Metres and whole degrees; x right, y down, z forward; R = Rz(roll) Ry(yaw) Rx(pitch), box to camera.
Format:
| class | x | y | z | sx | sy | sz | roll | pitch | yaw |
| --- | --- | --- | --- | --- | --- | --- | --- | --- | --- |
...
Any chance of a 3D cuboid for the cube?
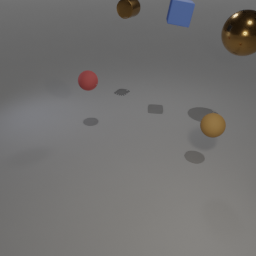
| class | x | y | z | sx | sy | sz | roll | pitch | yaw |
| --- | --- | --- | --- | --- | --- | --- | --- | --- | --- |
| cube | 1.639 | -3.657 | 8.832 | 0.700 | 0.700 | 0.700 | 10 | 32 | -1 |

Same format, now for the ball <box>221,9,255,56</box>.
| class | x | y | z | sx | sy | sz | roll | pitch | yaw |
| --- | --- | --- | --- | --- | --- | --- | --- | --- | --- |
| ball | 3.691 | -2.999 | 8.879 | 1.400 | 1.400 | 1.400 | 0 | 29 | 0 |

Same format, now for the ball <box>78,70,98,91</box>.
| class | x | y | z | sx | sy | sz | roll | pitch | yaw |
| --- | --- | --- | --- | --- | --- | --- | --- | --- | --- |
| ball | -1.401 | -1.659 | 9.813 | 0.700 | 0.700 | 0.700 | 0 | 29 | 0 |

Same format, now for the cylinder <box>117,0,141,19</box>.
| class | x | y | z | sx | sy | sz | roll | pitch | yaw |
| --- | --- | --- | --- | --- | --- | --- | --- | --- | --- |
| cylinder | 0.025 | -4.631 | 10.804 | 0.700 | 0.700 | 0.700 | 15 | 33 | 25 |

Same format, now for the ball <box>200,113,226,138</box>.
| class | x | y | z | sx | sy | sz | roll | pitch | yaw |
| --- | --- | --- | --- | --- | --- | --- | --- | --- | --- |
| ball | 2.420 | -0.076 | 7.985 | 0.700 | 0.700 | 0.700 | 0 | 29 | 0 |
